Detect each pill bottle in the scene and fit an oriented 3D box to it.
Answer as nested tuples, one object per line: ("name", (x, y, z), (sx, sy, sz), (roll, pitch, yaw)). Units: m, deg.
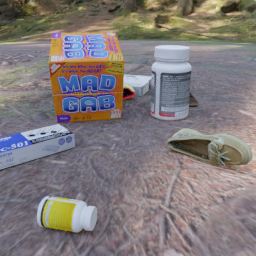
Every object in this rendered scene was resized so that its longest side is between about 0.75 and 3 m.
("pill bottle", (1.842, -1.959, 12.054), (1.686, 2.960, 1.686), (0, 22, 0))
("pill bottle", (-1.258, 1.825, 5.888), (1.137, 0.639, 0.639), (5, 23, 12))

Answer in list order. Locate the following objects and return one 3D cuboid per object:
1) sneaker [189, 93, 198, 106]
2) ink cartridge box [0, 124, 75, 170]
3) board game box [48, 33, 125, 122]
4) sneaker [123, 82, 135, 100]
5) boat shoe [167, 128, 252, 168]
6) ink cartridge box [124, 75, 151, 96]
("sneaker", (2.956, -1.602, 14.244), (0.614, 0.658, 1.743), (-9, 24, -21))
("ink cartridge box", (-3.151, 0.544, 9.110), (2.548, 0.563, 1.198), (-17, 27, -35))
("board game box", (-1.759, -2.232, 12.050), (2.788, 2.786, 2.785), (-4, 40, -8))
("sneaker", (-0.750, -1.829, 14.445), (2.530, 0.989, 1.142), (-12, 33, -21))
("boat shoe", (2.389, 0.657, 8.517), (0.821, 0.961, 2.621), (-23, 21, -36))
("ink cartridge box", (-0.182, -2.637, 16.818), (2.955, 0.644, 2.565), (7, 23, 18))
